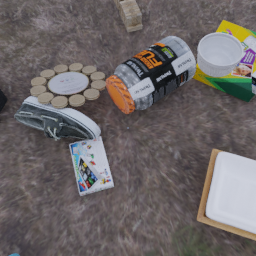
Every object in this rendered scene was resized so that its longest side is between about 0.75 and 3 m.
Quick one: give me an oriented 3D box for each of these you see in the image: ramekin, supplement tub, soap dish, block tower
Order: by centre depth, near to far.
[{"bbox_3d":[2.345,-1.862,7.286,1.127,0.591,1.127,-1,63,2],"label":"ramekin"},{"bbox_3d":[3.558,2.064,8.075,2.845,1.155,2.238,17,66,8],"label":"soap dish"},{"bbox_3d":[0.759,-1.770,9.573,2.820,1.728,1.728,-35,69,-15],"label":"supplement tub"},{"bbox_3d":[-0.093,-5.206,11.771,0.669,0.716,2.477,-17,67,-8],"label":"block tower"}]

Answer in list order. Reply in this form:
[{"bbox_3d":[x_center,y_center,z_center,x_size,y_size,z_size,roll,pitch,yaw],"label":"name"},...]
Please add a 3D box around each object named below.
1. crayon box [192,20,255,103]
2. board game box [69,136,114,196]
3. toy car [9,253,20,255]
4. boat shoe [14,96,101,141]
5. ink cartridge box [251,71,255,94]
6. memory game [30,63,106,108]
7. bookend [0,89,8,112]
[{"bbox_3d":[4.020,-2.559,10.466,2.266,0.766,2.626,28,68,12],"label":"crayon box"},{"bbox_3d":[-1.180,1.184,8.962,1.081,0.296,1.713,-14,65,-6],"label":"board game box"},{"bbox_3d":[-2.956,4.459,6.031,2.480,2.804,2.584,-39,71,-17],"label":"toy car"},{"bbox_3d":[-2.347,-0.081,9.167,2.983,1.075,1.058,18,58,20],"label":"boat shoe"},{"bbox_3d":[2.801,-1.137,5.377,1.038,0.516,0.203,-41,49,-6],"label":"ink cartridge box"},{"bbox_3d":[-2.062,-1.543,9.823,2.675,0.170,2.675,0,42,0],"label":"memory game"},{"bbox_3d":[-5.142,-1.454,9.856,2.052,0.945,2.039,17,66,7],"label":"bookend"}]
